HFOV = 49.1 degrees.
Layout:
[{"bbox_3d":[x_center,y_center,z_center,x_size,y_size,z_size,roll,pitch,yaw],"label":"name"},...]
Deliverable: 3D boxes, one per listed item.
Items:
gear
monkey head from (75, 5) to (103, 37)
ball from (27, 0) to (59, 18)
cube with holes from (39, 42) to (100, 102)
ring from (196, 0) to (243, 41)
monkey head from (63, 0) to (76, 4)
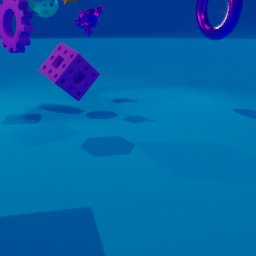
[{"bbox_3d":[-3.800,-3.451,9.355,1.819,1.819,0.336,16,19,38],"label":"gear"},{"bbox_3d":[-1.101,-3.035,8.126,0.659,0.786,1.093,-21,-12,-42],"label":"monkey head"},{"bbox_3d":[-2.561,-3.847,8.488,0.927,0.927,0.927,0,19,0],"label":"ball"},{"bbox_3d":[-1.333,-1.278,6.411,0.816,0.816,0.816,37,-1,39],"label":"cube with holes"},{"bbox_3d":[2.678,-3.608,8.408,0.376,1.881,1.881,-11,22,-21],"label":"ring"},{"bbox_3d":[-2.106,-4.990,10.128,0.703,1.167,0.840,1,-21,-40],"label":"monkey head"}]
